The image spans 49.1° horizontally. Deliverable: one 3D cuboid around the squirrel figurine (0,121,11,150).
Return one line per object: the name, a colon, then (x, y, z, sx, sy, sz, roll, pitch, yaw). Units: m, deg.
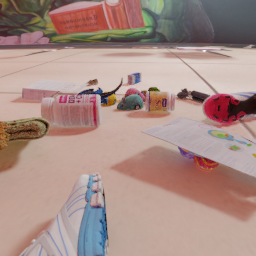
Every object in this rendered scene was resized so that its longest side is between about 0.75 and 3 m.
squirrel figurine: (-3.052, 0.329, 4.511, 1.477, 1.949, 2.088, 13, 24, 31)

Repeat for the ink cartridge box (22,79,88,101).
ink cartridge box: (-2.967, -1.550, 11.734, 2.239, 0.639, 1.820, 9, 21, 4)

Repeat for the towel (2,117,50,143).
towel: (-3.238, 0.199, 6.270, 2.706, 0.494, 2.008, -10, 2, -25)

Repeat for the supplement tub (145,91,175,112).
supplement tub: (1.085, -0.893, 9.521, 0.969, 0.704, 0.704, 1, 20, 5)

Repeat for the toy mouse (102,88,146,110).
toy mouse: (0.097, -1.141, 10.557, 2.243, 0.488, 2.524, 8, 22, 19)

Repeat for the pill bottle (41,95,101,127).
pill bottle: (-1.627, -0.503, 8.211, 1.648, 0.934, 0.934, -2, 20, -3)

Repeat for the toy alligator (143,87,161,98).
toy alligator: (1.139, -1.236, 10.757, 0.727, 0.527, 2.194, -7, 21, -17)

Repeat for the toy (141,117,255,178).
toy: (1.823, 0.522, 5.882, 2.783, 0.657, 1.603, 18, 24, 38)

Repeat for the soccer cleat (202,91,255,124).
soccer cleat: (3.260, -0.666, 8.965, 2.663, 0.930, 1.150, -7, 7, -25)

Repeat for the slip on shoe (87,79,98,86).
slip on shoe: (-1.855, -2.249, 13.848, 0.896, 0.271, 0.340, -17, 26, -38)

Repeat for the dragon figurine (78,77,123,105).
dragon figurine: (-1.194, -0.907, 9.002, 2.282, 0.672, 1.135, -18, 6, 19)

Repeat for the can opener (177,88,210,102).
can opener: (2.574, -1.203, 11.076, 0.511, 0.408, 1.529, -43, 36, -13)

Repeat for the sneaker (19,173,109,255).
sneaker: (-0.776, 1.370, 3.255, 1.132, 0.979, 2.613, -7, 21, -3)

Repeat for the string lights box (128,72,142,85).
string lights box: (0.347, -2.525, 14.267, 0.284, 0.495, 0.963, 12, 24, 29)
